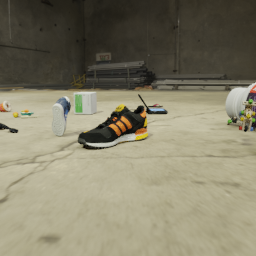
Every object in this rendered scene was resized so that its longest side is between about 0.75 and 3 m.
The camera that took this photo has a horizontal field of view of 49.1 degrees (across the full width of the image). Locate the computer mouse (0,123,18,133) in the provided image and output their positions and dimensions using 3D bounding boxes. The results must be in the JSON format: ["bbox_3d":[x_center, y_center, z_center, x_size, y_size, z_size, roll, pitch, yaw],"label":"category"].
[{"bbox_3d":[-4.041,-0.001,9.012,1.555,0.265,0.456,14,-9,39],"label":"computer mouse"}]

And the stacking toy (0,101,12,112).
[{"bbox_3d":[-6.549,-1.019,14.541,0.832,0.608,0.608,-17,6,12],"label":"stacking toy"}]

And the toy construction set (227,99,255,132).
[{"bbox_3d":[2.883,-0.280,6.496,0.824,0.633,0.687,32,54,28],"label":"toy construction set"}]

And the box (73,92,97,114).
[{"bbox_3d":[-2.083,-1.220,13.701,0.901,1.047,1.052,1,10,8],"label":"box"}]

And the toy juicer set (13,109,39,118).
[{"bbox_3d":[-4.631,-0.647,12.402,1.267,0.345,0.806,10,13,44],"label":"toy juicer set"}]

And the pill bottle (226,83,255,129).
[{"bbox_3d":[4.561,-0.652,8.761,1.555,1.555,2.792,-6,11,-31],"label":"pill bottle"}]

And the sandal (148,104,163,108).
[{"bbox_3d":[1.671,-1.370,17.142,0.946,0.213,0.355,2,10,11],"label":"sandal"}]

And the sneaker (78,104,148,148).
[{"bbox_3d":[-0.358,-0.112,7.179,2.212,0.995,0.774,-9,13,-43],"label":"sneaker"}]

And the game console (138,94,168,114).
[{"bbox_3d":[1.230,-1.231,14.128,1.409,0.932,1.602,0,10,0],"label":"game console"}]

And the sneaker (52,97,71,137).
[{"bbox_3d":[-1.854,-0.374,8.079,0.431,1.071,0.784,12,32,10],"label":"sneaker"}]
